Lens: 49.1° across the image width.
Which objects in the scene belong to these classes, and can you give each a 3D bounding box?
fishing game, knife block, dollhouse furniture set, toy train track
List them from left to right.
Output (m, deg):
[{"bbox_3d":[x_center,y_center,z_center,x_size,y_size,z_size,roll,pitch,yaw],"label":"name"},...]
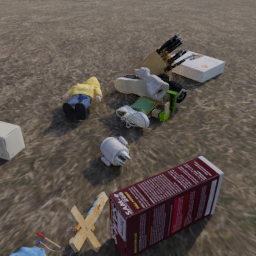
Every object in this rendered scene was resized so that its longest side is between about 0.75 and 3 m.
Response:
[{"bbox_3d":[-2.226,3.200,6.112,1.244,0.270,1.738,18,45,25],"label":"fishing game"},{"bbox_3d":[-1.011,2.300,7.069,0.344,1.213,2.114,-25,10,21],"label":"toy train track"},{"bbox_3d":[1.027,-1.135,12.034,1.815,0.911,1.189,20,39,28],"label":"dollhouse furniture set"},{"bbox_3d":[1.459,-3.546,14.146,2.967,2.604,0.949,21,38,29],"label":"knife block"}]

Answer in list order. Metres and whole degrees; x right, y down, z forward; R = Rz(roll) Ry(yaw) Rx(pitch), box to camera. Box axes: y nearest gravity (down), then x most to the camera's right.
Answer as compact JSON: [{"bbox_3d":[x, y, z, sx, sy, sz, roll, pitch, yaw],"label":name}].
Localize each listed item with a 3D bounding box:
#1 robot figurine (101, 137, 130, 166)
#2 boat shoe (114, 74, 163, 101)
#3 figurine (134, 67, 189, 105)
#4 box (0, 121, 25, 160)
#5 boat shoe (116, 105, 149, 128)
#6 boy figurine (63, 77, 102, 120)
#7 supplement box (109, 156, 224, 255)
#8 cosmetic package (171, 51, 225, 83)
[{"bbox_3d":[-0.450,0.766,9.357,1.040,0.693,1.227,-47,47,-6],"label":"robot figurine"},{"bbox_3d":[0.656,-1.975,13.292,2.782,1.028,0.839,15,40,35],"label":"boat shoe"},{"bbox_3d":[1.382,-2.001,12.491,2.022,0.870,1.973,9,33,-37],"label":"figurine"},{"bbox_3d":[-4.798,0.297,9.821,2.114,1.004,0.822,14,35,18],"label":"box"},{"bbox_3d":[0.072,-0.408,11.190,0.745,0.645,1.746,-21,37,-29],"label":"boat shoe"},{"bbox_3d":[-1.993,-1.433,12.502,1.766,0.915,2.841,1,32,10],"label":"boy figurine"},{"bbox_3d":[0.948,1.895,6.918,2.787,1.517,0.849,-17,37,-26],"label":"supplement box"},{"bbox_3d":[3.713,-3.568,15.921,2.079,0.713,2.758,-30,44,-33],"label":"cosmetic package"}]
